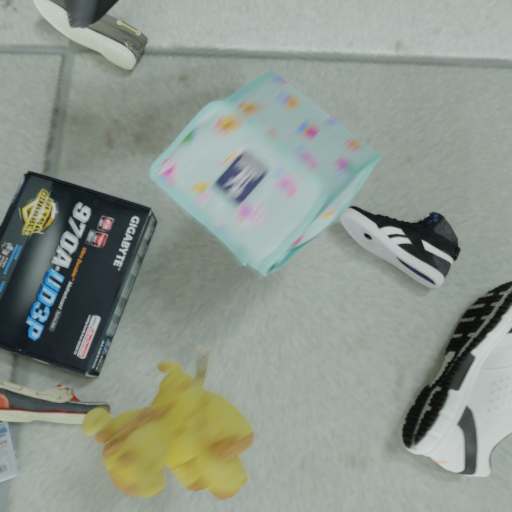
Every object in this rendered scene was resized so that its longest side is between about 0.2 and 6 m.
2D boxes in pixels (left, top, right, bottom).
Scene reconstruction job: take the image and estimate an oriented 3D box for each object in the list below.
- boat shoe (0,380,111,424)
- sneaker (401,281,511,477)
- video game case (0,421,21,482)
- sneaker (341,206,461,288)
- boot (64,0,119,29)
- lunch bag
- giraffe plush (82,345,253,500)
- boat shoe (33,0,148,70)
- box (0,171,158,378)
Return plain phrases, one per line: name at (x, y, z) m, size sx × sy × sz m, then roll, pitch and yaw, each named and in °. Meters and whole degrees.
boat shoe at (-3.084, 2.208, 8.447) m, size 1.811 × 0.645 × 0.567 m, roll 4°, pitch 61°, yaw -3°
sneaker at (3.491, 1.789, 8.406) m, size 1.278 × 1.178 × 3.194 m, roll 34°, pitch 83°, yaw -1°
video game case at (-4.538, 2.857, 8.487) m, size 1.639 × 0.180 × 1.494 m, roll -19°, pitch 75°, yaw -4°
sneaker at (2.417, -0.436, 9.193) m, size 1.950 × 0.712 × 1.091 m, roll 36°, pitch 74°, yaw 1°
boot at (-0.870, -3.893, 7.539) m, size 3.176 × 2.617 × 1.042 m, roll -13°, pitch 93°, yaw -25°
lunch bag at (0.099, -0.947, 6.660) m, size 1.883 × 1.348 × 2.211 m, roll 42°, pitch 51°, yaw 10°
giraffe plush at (-0.932, 1.861, 5.594) m, size 1.388 × 1.305 × 1.609 m, roll 2°, pitch 106°, yaw 38°
boat shoe at (-3.002, -4.216, 10.180) m, size 2.173 × 0.777 × 0.650 m, roll 31°, pitch 77°, yaw 2°
box at (-3.120, 0.272, 8.956) m, size 2.237 × 0.647 × 2.815 m, roll 18°, pitch 75°, yaw 5°
